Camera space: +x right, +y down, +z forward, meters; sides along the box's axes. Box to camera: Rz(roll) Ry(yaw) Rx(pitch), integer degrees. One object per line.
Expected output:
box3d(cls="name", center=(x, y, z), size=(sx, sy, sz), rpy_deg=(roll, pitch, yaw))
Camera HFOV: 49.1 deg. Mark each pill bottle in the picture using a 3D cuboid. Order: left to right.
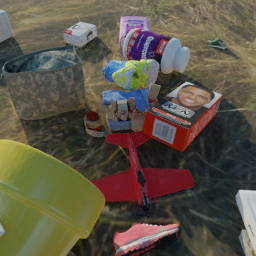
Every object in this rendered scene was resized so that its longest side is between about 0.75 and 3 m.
box3d(cls="pill bottle", center=(1.070, -2.859, 10.553), size=(2.343, 1.317, 1.317), rpy_deg=(23, 48, 23))

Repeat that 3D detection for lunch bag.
box3d(cls="lunch bag", center=(-2.525, -1.330, 8.535), size=(2.235, 1.833, 1.314), rpy_deg=(-16, 51, -17))

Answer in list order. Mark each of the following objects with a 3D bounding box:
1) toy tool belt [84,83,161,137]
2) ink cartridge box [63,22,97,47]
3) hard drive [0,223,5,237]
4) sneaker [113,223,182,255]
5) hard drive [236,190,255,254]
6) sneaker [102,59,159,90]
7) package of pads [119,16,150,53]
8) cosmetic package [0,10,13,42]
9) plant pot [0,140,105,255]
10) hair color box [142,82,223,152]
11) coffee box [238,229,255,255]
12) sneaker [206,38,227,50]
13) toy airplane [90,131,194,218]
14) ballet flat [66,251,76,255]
box3d(cls="toy tool belt", center=(-0.204, -0.662, 8.145), size=(2.261, 1.389, 1.412), rpy_deg=(-5, 43, -5))
box3d(cls="ink cartridge box", center=(-2.145, -4.228, 12.608), size=(0.949, 0.550, 1.285), rpy_deg=(20, 48, 21))
box3d(cls="hard drive", center=(-2.656, 1.616, 3.989), size=(1.538, 0.202, 1.014), rpy_deg=(-41, 70, -9))
box3d(cls="sneaker", center=(0.384, 2.165, 5.735), size=(1.478, 0.545, 0.641), rpy_deg=(-14, 44, -14))
box3d(cls="hard drive", center=(3.761, 2.120, 5.653), size=(2.689, 0.353, 1.773), rpy_deg=(5, 42, -7))
box3d(cls="sneaker", center=(0.082, -1.916, 9.249), size=(1.351, 0.974, 2.572), rpy_deg=(22, 21, 21))
box3d(cls="package of pads", center=(0.296, -4.157, 12.322), size=(1.327, 0.833, 2.203), rpy_deg=(-2, 43, 2))
box3d(cls="cosmetic package", center=(-6.150, -4.511, 12.459), size=(1.155, 1.162, 1.388), rpy_deg=(23, 48, 23))
box3d(cls="plant pot", center=(-1.960, 1.781, 4.992), size=(2.407, 2.407, 2.264), rpy_deg=(17, 60, 18))
box3d(cls="hair color box", center=(1.621, -0.439, 8.046), size=(1.286, 0.776, 2.534), rpy_deg=(26, 37, 24))
box3d(cls="coffee box", center=(2.590, 2.447, 5.598), size=(0.444, 0.309, 0.776), rpy_deg=(-3, 43, -3))
box3d(cls="sneaker", center=(3.877, -3.756, 12.194), size=(0.938, 0.416, 0.361), rpy_deg=(23, 47, 23))
box3d(cls="toy airplane", center=(0.238, 0.973, 7.036), size=(2.811, 0.517, 2.811), rpy_deg=(1, 43, -1))
box3d(cls="ballet flat", center=(-1.062, 2.762, 5.153), size=(0.414, 0.459, 1.219), rpy_deg=(-10, 44, -11))
